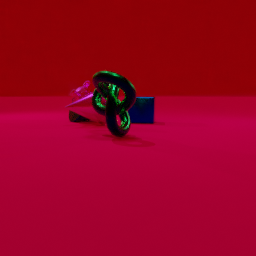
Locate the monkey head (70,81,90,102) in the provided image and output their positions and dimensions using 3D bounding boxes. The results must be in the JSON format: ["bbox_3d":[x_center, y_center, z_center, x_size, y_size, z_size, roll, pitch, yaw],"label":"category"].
[{"bbox_3d":[-1.698,-1.213,9.766,0.726,1.009,0.608,27,27,-36],"label":"monkey head"}]

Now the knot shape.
[{"bbox_3d":[-0.427,-0.750,6.919,0.798,1.726,1.615,-18,35,-17],"label":"knot shape"}]

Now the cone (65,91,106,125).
[{"bbox_3d":[-1.413,-0.688,9.042,1.274,1.269,1.269,-4,8,-26],"label":"cone"}]

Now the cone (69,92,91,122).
[{"bbox_3d":[-1.321,-0.632,10.865,1.419,1.414,1.414,25,-8,-32],"label":"cone"}]

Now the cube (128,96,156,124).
[{"bbox_3d":[0.509,-0.677,10.224,0.936,0.936,0.936,2,8,8],"label":"cube"}]
